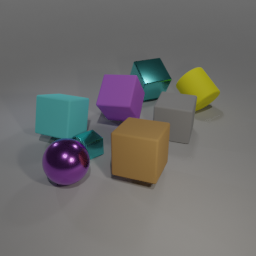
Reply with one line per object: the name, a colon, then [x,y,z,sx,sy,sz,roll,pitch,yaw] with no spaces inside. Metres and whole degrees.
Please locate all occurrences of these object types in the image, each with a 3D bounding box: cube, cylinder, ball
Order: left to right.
cube: [-2.423,-0.474,10.405,1.400,1.400,1.400,10,12,19]
ball: [-1.846,1.000,8.396,1.400,1.400,1.400,0,31,0]
cube: [-1.324,0.589,9.745,0.700,0.700,0.700,-22,37,-31]
cube: [-0.257,-1.181,11.260,1.400,1.400,1.400,5,69,19]
cube: [0.399,0.621,8.469,1.400,1.400,1.400,9,24,19]
cube: [1.001,-2.272,13.310,1.400,1.400,1.400,-13,63,-20]
cube: [1.791,-0.426,10.736,1.400,1.400,1.400,9,32,15]
cylinder: [3.076,-1.703,12.379,1.400,1.400,1.400,-21,69,-30]
